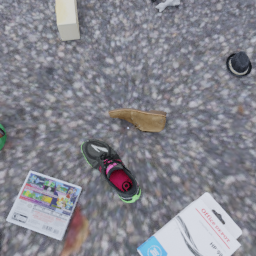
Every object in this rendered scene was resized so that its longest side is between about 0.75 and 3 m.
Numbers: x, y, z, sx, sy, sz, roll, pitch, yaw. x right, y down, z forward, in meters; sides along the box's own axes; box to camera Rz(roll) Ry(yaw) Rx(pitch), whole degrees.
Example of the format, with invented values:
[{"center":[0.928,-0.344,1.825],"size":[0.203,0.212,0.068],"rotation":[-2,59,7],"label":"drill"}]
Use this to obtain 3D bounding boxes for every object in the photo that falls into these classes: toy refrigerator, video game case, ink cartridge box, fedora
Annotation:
[{"center":[-2.141,-4.078,9.710],"size":[0.702,0.762,2.008],"rotation":[-7,67,-3],"label":"toy refrigerator"},{"center":[-2.163,1.983,7.322],"size":[1.524,0.175,1.389],"rotation":[16,67,8],"label":"video game case"},{"center":[1.571,2.678,6.661],"size":[2.399,0.800,1.389],"rotation":[-35,71,-15],"label":"ink cartridge box"},{"center":[3.636,-2.131,9.021],"size":[0.932,0.426,0.932],"rotation":[0,66,0],"label":"fedora"}]

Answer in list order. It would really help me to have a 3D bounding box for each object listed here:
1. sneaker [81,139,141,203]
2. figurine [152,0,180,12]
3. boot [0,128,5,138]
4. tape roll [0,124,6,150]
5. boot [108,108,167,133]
[{"center":[-0.419,1.003,7.364],"size":[0.808,0.882,2.105],"rotation":[-42,72,-17],"label":"sneaker"},{"center":[1.311,-4.715,10.249],"size":[0.899,0.397,0.921],"rotation":[-29,69,-4],"label":"figurine"},{"center":[-4.344,0.431,7.510],"size":[1.601,0.582,1.700],"rotation":[25,72,9],"label":"boot"},{"center":[-4.154,0.279,8.015],"size":[1.226,0.295,1.226],"rotation":[0,66,1],"label":"tape roll"},{"center":[0.244,-0.228,8.090],"size":[1.697,0.625,0.640],"rotation":[6,88,3],"label":"boot"}]
